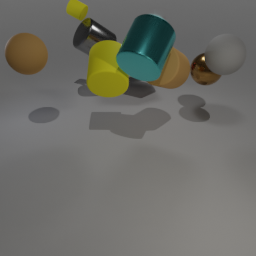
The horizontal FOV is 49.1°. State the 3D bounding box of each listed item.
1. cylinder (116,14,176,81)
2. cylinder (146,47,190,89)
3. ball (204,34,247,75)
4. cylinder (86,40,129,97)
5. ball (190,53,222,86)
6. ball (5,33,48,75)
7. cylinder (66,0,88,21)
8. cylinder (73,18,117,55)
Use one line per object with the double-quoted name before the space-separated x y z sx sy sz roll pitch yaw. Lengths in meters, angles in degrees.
"cylinder" 0.535 -2.341 8.297 1.400 1.400 1.400 16 71 24
"cylinder" 1.315 -2.113 9.768 1.400 1.400 1.400 16 10 25
"ball" 3.394 -2.559 9.792 1.400 1.400 1.400 0 31 0
"cylinder" -0.675 -2.009 9.627 1.400 1.400 1.400 0 59 0
"ball" 3.390 -2.544 12.113 1.400 1.400 1.400 0 31 0
"ball" -3.481 -2.542 9.640 1.400 1.400 1.400 0 31 0
"cylinder" -2.210 -5.158 12.202 0.700 0.700 0.700 30 36 3
"cylinder" -1.461 -3.842 12.278 1.400 1.400 1.400 22 15 -38
